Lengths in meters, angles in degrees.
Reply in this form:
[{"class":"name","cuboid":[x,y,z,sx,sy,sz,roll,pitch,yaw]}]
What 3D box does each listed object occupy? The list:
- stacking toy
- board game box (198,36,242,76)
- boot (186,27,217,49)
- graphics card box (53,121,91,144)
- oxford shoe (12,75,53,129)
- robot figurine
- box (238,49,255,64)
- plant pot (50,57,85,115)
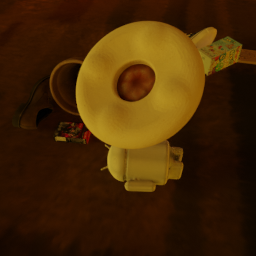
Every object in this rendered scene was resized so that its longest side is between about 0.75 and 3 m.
[{"class":"stacking toy","cuboid":[0.524,-0.407,5.294,2.050,2.805,2.050,-6,73,20]},{"class":"board game box","cuboid":[3.572,-2.859,11.095,1.569,0.808,0.823,-26,51,-17]},{"class":"boot","cuboid":[2.416,-3.661,11.753,2.911,1.059,1.315,-36,61,-28]},{"class":"graphics card box","cuboid":[-1.705,0.140,8.674,1.052,0.268,0.660,5,47,6]},{"class":"oxford shoe","cuboid":[-2.829,-0.820,9.306,0.964,0.830,2.284,15,56,3]},{"class":"robot figurine","cuboid":[0.369,0.857,7.343,2.087,1.179,1.770,5,47,5]},{"class":"box","cuboid":[4.949,-3.041,11.828,1.205,0.128,0.985,9,47,10]},{"class":"plant pot","cuboid":[-1.421,-1.597,9.454,1.890,1.890,1.649,10,31,9]}]
